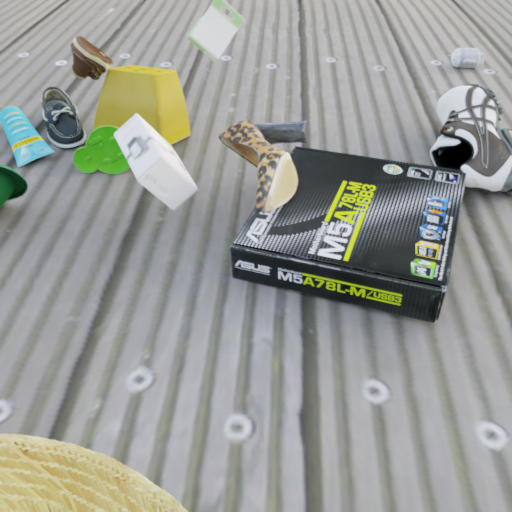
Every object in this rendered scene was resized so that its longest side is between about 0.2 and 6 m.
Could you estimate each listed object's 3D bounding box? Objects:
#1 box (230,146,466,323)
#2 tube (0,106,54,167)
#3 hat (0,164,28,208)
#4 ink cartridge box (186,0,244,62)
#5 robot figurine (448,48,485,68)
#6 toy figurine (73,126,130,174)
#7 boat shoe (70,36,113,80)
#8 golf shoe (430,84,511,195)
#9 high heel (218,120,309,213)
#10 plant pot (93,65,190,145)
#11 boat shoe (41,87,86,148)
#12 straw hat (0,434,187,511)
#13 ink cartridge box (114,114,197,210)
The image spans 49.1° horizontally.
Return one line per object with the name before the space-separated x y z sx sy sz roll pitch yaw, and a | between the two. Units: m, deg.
box | 1.600 -0.559 9.070 3.125 0.769 3.236 14 42 16
tube | -4.861 -2.477 11.686 0.752 0.490 1.943 -31 52 -14
hat | -4.901 -0.294 8.954 2.295 1.901 2.020 -5 74 2
ink cartridge box | -0.759 -4.250 10.490 0.943 0.686 0.226 -57 27 -1
robot figurine | 5.610 -5.278 14.952 0.887 0.501 0.752 3 31 2
toy figurine | -2.916 -2.210 11.224 1.268 0.952 1.167 -21 24 11
boat shoe | -3.197 -3.641 10.673 0.668 0.670 1.810 42 7 -7
golf shoe | 4.017 -2.402 10.922 1.550 1.275 3.280 -5 39 -6
high heel | -0.128 -1.453 9.198 1.622 0.813 2.276 2 46 21
plant pot | -2.299 -3.090 11.366 1.541 1.359 1.541 10 24 13
boat shoe | -4.249 -3.017 12.130 0.795 0.634 2.102 -21 44 -23
straw hat | -2.264 3.101 3.716 4.195 1.775 4.195 13 13 -3
ink cartridge box | -1.631 -1.522 9.088 0.565 0.979 1.346 -40 51 8
